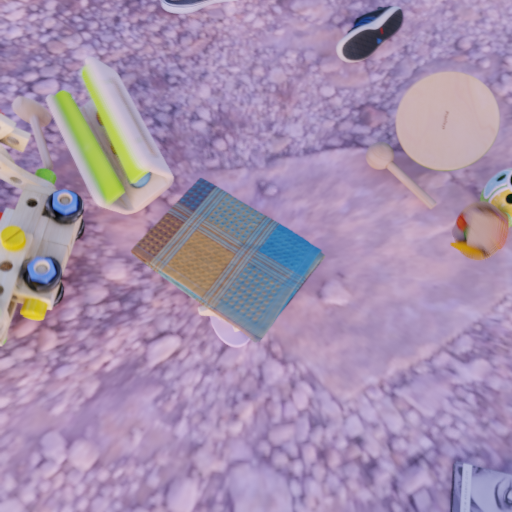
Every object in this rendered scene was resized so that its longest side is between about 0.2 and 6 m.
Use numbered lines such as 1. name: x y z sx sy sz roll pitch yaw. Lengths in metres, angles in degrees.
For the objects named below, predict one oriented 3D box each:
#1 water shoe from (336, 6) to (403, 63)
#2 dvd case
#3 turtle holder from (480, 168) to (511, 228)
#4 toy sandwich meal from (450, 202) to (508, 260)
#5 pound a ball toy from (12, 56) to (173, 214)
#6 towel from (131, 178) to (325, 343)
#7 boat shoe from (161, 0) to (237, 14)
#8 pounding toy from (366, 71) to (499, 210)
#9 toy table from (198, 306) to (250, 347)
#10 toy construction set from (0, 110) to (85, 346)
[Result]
1. water shoe: 2.185 -4.472 11.330 1.767 0.632 0.697 -35 43 -18
2. dvd case: 3.582 3.735 7.167 2.191 0.175 1.629 12 63 6
3. turtle holder: 4.137 -0.956 9.267 1.135 0.806 0.863 -32 67 -16
4. toy sandwich meal: 3.332 -0.374 8.468 0.338 0.987 0.987 4 58 -33
5. pound a ball toy: -2.792 -1.976 9.691 1.833 1.194 2.811 -36 70 16
6. towel: -0.419 -0.021 8.501 2.465 0.267 1.808 32 65 18
7. boat shoe: -1.127 -5.751 11.754 1.867 0.847 0.660 -18 64 -9
8. pounding toy: 3.153 -2.086 9.931 1.683 1.012 2.181 40 97 9
9. toy table: -0.383 0.806 8.460 0.935 0.595 1.017 -27 64 -12
10. toy construction set: -4.002 -0.295 8.297 2.501 1.757 3.814 13 76 -10
